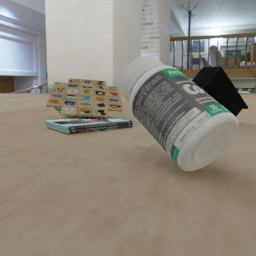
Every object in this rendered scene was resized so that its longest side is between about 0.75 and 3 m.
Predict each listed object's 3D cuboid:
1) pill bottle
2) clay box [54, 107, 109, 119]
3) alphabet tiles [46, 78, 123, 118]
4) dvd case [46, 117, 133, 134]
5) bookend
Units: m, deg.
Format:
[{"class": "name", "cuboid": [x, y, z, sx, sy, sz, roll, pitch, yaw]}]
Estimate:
[{"class": "pill bottle", "cuboid": [0.624, -0.283, 4.024, 0.956, 0.956, 1.691, -7, 43, -38]}, {"class": "clay box", "cuboid": [-1.489, -0.447, 8.823, 1.523, 0.363, 0.875, -6, 24, -32]}, {"class": "alphabet tiles", "cuboid": [-1.349, -1.038, 9.060, 2.259, 0.086, 2.715, 3, 31, -8]}, {"class": "dvd case", "cuboid": [-1.053, -0.119, 7.670, 1.971, 0.217, 1.439, -5, 10, -36]}, {"class": "bookend", "cuboid": [2.368, -0.599, 8.137, 1.682, 1.672, 0.775, 45, -10, -25]}]
